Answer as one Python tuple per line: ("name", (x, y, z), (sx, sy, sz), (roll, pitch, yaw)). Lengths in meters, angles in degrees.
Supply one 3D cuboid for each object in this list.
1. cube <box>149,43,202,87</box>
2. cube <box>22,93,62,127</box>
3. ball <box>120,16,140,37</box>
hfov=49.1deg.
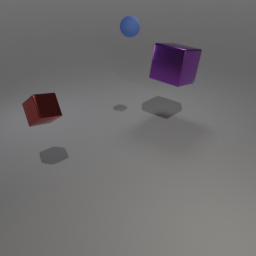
("cube", (1.887, -2.562, 11.191), (1.400, 1.400, 1.400), (24, 28, 32))
("cube", (-2.374, -0.510, 7.748), (0.700, 0.700, 0.700), (-23, -6, 43))
("ball", (0.069, -3.472, 9.593), (0.700, 0.700, 0.700), (0, 29, 0))
